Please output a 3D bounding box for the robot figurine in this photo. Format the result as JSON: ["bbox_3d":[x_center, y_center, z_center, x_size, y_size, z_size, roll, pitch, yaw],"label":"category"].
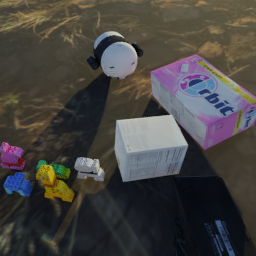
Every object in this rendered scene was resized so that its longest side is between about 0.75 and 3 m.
[{"bbox_3d":[-0.466,-2.518,9.708,1.306,1.573,2.093,29,19,-35],"label":"robot figurine"}]

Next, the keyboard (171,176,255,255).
[{"bbox_3d":[1.570,2.204,5.424,1.758,0.376,2.927,2,45,-17],"label":"keyboard"}]

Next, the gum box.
[{"bbox_3d":[2.051,-0.939,8.232,1.683,0.981,2.966,-24,48,-14],"label":"gum box"}]

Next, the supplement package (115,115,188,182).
[{"bbox_3d":[0.495,0.481,6.807,1.434,1.080,1.088,-6,45,-13],"label":"supplement package"}]

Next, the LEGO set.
[{"bbox_3d":[-1.934,0.981,6.358,2.620,1.075,0.999,6,48,6],"label":"LEGO set"}]
